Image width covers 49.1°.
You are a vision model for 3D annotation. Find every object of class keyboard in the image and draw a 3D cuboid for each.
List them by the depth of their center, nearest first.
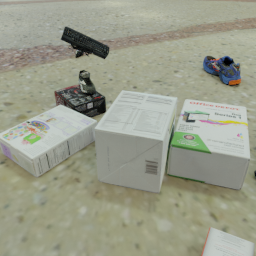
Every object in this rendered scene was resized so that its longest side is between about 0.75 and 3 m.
[{"bbox_3d":[-1.502,-3.112,10.275,1.831,0.363,0.953,19,58,-21],"label":"keyboard"}]

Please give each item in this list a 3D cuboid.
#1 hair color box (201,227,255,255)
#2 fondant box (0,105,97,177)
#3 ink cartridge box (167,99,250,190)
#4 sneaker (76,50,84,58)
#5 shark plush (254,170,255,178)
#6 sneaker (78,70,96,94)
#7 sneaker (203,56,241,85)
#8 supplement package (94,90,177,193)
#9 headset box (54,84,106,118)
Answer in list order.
[{"bbox_3d":[1.664,2.736,4.987,0.899,0.542,1.771,16,35,22],"label":"hair color box"},{"bbox_3d":[-2.400,0.268,8.664,1.775,0.716,2.460,24,39,32],"label":"fondant box"},{"bbox_3d":[2.383,0.312,8.190,1.958,1.135,2.704,10,34,15],"label":"ink cartridge box"},{"bbox_3d":[-2.763,-4.293,16.110,0.406,0.351,0.928,6,33,0],"label":"sneaker"},{"bbox_3d":[4.835,0.886,7.593,2.777,1.262,1.157,-7,64,-19],"label":"shark plush"},{"bbox_3d":[-1.596,-1.793,10.632,0.490,0.666,1.473,-12,34,-20],"label":"sneaker"},{"bbox_3d":[4.565,-3.015,13.444,1.013,1.055,2.690,-11,34,-18],"label":"sneaker"},{"bbox_3d":[0.308,0.265,7.724,1.700,1.712,2.256,9,34,14],"label":"supplement package"},{"bbox_3d":[-1.883,-1.056,10.738,1.354,0.683,1.821,-22,39,-30],"label":"headset box"}]
